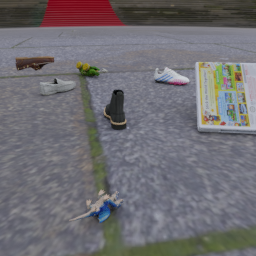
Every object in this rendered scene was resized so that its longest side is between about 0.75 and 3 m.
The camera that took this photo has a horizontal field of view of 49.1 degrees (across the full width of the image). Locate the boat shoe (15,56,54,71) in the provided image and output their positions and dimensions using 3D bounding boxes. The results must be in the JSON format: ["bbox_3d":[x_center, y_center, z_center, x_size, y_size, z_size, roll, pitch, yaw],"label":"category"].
[{"bbox_3d":[-2.828,-1.965,8.559,1.222,0.430,0.430,-2,7,9],"label":"boat shoe"}]

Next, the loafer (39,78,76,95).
[{"bbox_3d":[-2.955,-1.827,11.875,0.585,0.584,1.673,21,32,39],"label":"loafer"}]

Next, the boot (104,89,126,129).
[{"bbox_3d":[-0.383,-0.802,8.913,0.648,1.158,1.674,-8,25,-18],"label":"boot"}]

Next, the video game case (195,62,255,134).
[{"bbox_3d":[3.353,-1.002,8.739,2.388,0.300,2.624,3,59,6],"label":"video game case"}]

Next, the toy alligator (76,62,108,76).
[{"bbox_3d":[-1.920,-2.900,14.279,2.325,0.559,0.771,24,1,42],"label":"toy alligator"}]

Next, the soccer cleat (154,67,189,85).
[{"bbox_3d":[2.015,-2.420,13.026,1.676,0.723,0.585,8,26,17],"label":"soccer cleat"}]

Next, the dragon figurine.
[{"bbox_3d":[-0.504,1.450,4.959,1.030,0.512,0.303,-39,43,-27],"label":"dragon figurine"}]
